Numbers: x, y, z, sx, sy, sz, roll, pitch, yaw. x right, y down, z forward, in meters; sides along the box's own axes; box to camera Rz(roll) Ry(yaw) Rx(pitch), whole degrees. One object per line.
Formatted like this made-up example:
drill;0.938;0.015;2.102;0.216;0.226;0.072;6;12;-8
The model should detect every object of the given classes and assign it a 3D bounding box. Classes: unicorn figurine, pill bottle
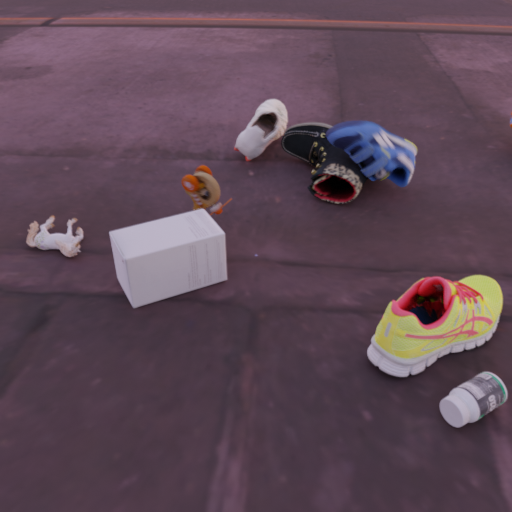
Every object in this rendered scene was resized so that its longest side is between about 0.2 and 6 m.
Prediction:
unicorn figurine;-3.217;-0.291;9.249;1.215;0.449;0.835;-8;43;14
pill bottle;2.475;1.648;6.404;0.719;0.406;0.406;-20;39;-25

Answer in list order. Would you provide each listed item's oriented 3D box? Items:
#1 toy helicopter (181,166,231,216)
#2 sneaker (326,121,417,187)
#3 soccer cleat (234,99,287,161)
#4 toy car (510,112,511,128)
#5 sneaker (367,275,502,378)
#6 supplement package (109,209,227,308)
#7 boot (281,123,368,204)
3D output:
toy helicopter;-0.876;-0.858;9.401;0.798;1.207;0.476;36;47;11
sneaker;2.166;-1.872;10.290;1.981;0.732;0.815;15;71;-24
soccer cleat;0.286;-2.933;12.376;0.820;0.918;2.368;38;43;-7
toy car;6.489;-2.240;11.543;1.306;0.886;2.663;5;23;-38
sneaker;2.468;0.673;7.245;2.338;1.056;0.914;-24;40;-32
supplement package;-1.295;0.008;8.354;1.503;0.879;0.882;-16;37;-22
boot;1.290;-1.875;11.080;2.304;0.832;1.740;19;40;21
